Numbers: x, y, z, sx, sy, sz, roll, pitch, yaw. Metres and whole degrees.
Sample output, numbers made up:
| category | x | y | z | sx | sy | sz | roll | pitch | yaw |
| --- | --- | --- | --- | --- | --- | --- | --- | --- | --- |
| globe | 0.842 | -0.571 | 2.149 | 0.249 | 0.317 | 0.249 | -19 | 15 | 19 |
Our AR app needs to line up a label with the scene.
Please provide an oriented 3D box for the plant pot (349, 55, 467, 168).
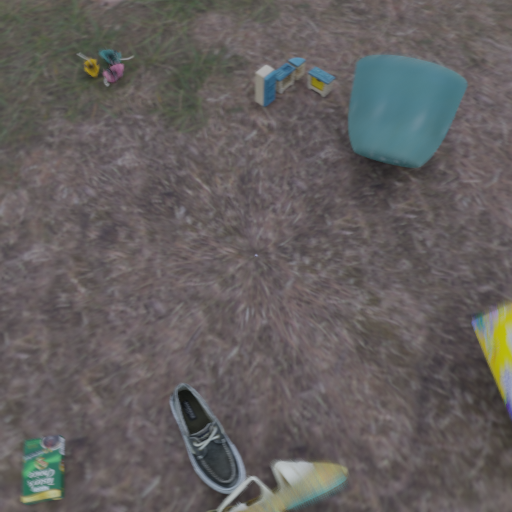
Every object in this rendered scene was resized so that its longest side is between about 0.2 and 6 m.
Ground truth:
| category | x | y | z | sx | sy | sz | roll | pitch | yaw |
| --- | --- | --- | --- | --- | --- | --- | --- | --- | --- |
| plant pot | 2.938 | -2.853 | 11.557 | 2.253 | 2.253 | 1.808 | 16 | 95 | 10 |

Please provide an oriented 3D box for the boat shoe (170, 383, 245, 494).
| category | x | y | z | sx | sy | sz | roll | pitch | yaw |
| --- | --- | --- | --- | --- | --- | --- | --- | --- | --- |
| boat shoe | -0.860 | 2.897 | 8.929 | 0.691 | 0.680 | 1.916 | -32 | 64 | -17 |

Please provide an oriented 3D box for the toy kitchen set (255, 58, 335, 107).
| category | x | y | z | sx | sy | sz | roll | pitch | yaw |
| --- | --- | --- | --- | --- | --- | --- | --- | --- | --- |
| toy kitchen set | 0.911 | -4.034 | 13.033 | 1.199 | 0.882 | 1.497 | 37 | 66 | 20 |

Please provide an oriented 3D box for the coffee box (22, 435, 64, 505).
| category | x | y | z | sx | sy | sz | roll | pitch | yaw |
| --- | --- | --- | --- | --- | --- | --- | --- | --- | --- |
| coffee box | -3.379 | 3.389 | 8.906 | 0.598 | 0.214 | 0.973 | -7 | 59 | -4 |

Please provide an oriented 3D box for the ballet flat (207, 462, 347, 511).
| category | x | y | z | sx | sy | sz | roll | pitch | yaw |
| --- | --- | --- | --- | --- | --- | --- | --- | --- | --- |
| ballet flat | 0.271 | 3.572 | 8.422 | 2.294 | 0.811 | 0.811 | -27 | 62 | -12 |

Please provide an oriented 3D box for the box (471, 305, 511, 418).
| category | x | y | z | sx | sy | sz | roll | pitch | yaw |
| --- | --- | --- | --- | --- | --- | --- | --- | --- | --- |
| box | 4.507 | 1.772 | 8.679 | 1.112 | 1.756 | 1.823 | -33 | 55 | 31 |

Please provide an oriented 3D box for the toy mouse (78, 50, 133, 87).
| category | x | y | z | sx | sy | sz | roll | pitch | yaw |
| --- | --- | --- | --- | --- | --- | --- | --- | --- | --- |
| toy mouse | -3.576 | -4.648 | 13.768 | 1.203 | 0.262 | 1.354 | -23 | 62 | -13 |
